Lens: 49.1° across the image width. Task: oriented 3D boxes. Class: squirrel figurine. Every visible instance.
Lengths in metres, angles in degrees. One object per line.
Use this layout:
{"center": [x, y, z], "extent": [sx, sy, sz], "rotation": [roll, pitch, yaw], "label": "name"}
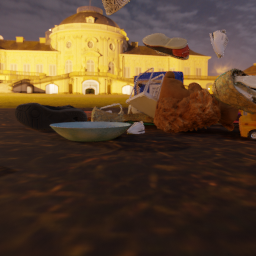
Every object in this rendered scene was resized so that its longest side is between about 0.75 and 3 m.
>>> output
{"center": [2.042, -0.503, 8.200], "extent": [2.349, 1.781, 2.517], "rotation": [12, 22, 11], "label": "squirrel figurine"}

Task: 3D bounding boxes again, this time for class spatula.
{"center": [3.517, -0.282, 10.656], "extent": [2.928, 0.301, 0.827], "rotation": [-3, -19, 9], "label": "spatula"}

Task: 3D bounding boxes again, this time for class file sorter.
{"center": [1.178, -1.112, 10.106], "extent": [1.901, 1.184, 1.319], "rotation": [27, -18, -22], "label": "file sorter"}

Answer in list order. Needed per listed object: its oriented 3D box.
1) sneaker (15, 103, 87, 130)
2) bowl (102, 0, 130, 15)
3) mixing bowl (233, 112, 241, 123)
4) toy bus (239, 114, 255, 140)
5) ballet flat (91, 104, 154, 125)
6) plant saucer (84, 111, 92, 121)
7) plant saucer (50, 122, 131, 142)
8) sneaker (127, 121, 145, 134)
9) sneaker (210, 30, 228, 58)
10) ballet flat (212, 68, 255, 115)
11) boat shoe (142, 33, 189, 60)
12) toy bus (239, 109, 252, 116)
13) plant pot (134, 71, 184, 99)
{"center": [-2.484, -0.372, 9.233], "extent": [2.235, 0.855, 1.280], "rotation": [2, 3, -10], "label": "sneaker"}
{"center": [-0.258, -3.682, 7.303], "extent": [0.646, 1.376, 1.376], "rotation": [42, -20, -31], "label": "bowl"}
{"center": [5.459, -0.929, 11.865], "extent": [2.623, 1.421, 2.623], "rotation": [-1, 4, 0], "label": "mixing bowl"}
{"center": [3.514, -0.152, 6.297], "extent": [1.852, 0.725, 0.603], "rotation": [2, 28, 15], "label": "toy bus"}
{"center": [-0.128, -0.514, 10.657], "extent": [2.536, 0.896, 0.896], "rotation": [0, 5, -8], "label": "ballet flat"}
{"center": [-2.933, -0.537, 13.012], "extent": [2.849, 0.460, 2.849], "rotation": [0, 6, 0], "label": "plant saucer"}
{"center": [-0.882, 0.079, 6.698], "extent": [1.906, 0.367, 1.906], "rotation": [1, 6, 0], "label": "plant saucer"}
{"center": [0.203, 0.005, 7.766], "extent": [0.307, 0.324, 0.804], "rotation": [5, 8, 27], "label": "sneaker"}
{"center": [3.878, -3.593, 11.776], "extent": [0.670, 1.665, 0.636], "rotation": [-15, -43, 23], "label": "sneaker"}
{"center": [3.535, -0.641, 6.846], "extent": [2.925, 1.034, 1.034], "rotation": [23, 6, 1], "label": "ballet flat"}
{"center": [1.306, -2.846, 9.829], "extent": [2.001, 0.626, 0.712], "rotation": [27, 67, 41], "label": "boat shoe"}
{"center": [4.267, -0.427, 8.717], "extent": [0.824, 0.991, 2.531], "rotation": [-2, 5, -3], "label": "toy bus"}
{"center": [1.676, -1.836, 15.738], "extent": [2.676, 2.676, 2.406], "rotation": [2, 11, 16], "label": "plant pot"}
